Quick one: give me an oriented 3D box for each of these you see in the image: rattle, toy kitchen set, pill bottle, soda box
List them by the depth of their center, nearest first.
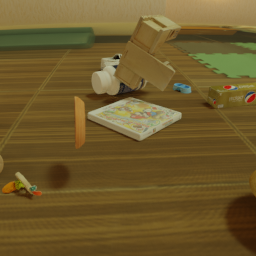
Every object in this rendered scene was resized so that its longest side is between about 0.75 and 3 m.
[{"bbox_3d":[-2.758,1.609,7.237,0.657,0.599,0.920,-26,51,-38],"label":"rattle"},{"bbox_3d":[1.401,-3.261,13.086,2.425,2.973,2.682,37,34,9],"label":"toy kitchen set"},{"bbox_3d":[5.148,-1.550,13.176,2.612,0.836,0.885,-6,28,-13],"label":"soda box"},{"bbox_3d":[-0.453,-2.511,14.392,2.651,1.472,1.472,-17,31,-30],"label":"pill bottle"}]

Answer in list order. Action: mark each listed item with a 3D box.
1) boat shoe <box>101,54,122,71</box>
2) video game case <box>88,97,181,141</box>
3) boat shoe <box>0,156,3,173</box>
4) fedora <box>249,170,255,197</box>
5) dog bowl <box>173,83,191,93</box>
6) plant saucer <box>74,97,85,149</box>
[{"bbox_3d":[-0.601,-4.589,19.178,1.104,0.980,3.000,21,33,36],"label":"boat shoe"},{"bbox_3d":[0.267,-0.512,11.639,2.929,0.335,2.666,22,34,37],"label":"video game case"},{"bbox_3d":[-4.905,1.269,7.331,2.980,1.072,0.966,-22,25,-37],"label":"boat shoe"},{"bbox_3d":[3.863,1.798,6.188,2.495,1.018,2.495,7,27,-4],"label":"fedora"},{"bbox_3d":[2.903,-2.146,15.035,0.617,0.274,1.107,-19,32,-33],"label":"dog bowl"},{"bbox_3d":[-1.276,-0.143,7.380,0.256,1.370,1.370,-2,26,-12],"label":"plant saucer"}]
